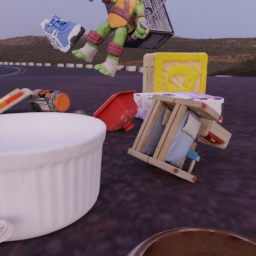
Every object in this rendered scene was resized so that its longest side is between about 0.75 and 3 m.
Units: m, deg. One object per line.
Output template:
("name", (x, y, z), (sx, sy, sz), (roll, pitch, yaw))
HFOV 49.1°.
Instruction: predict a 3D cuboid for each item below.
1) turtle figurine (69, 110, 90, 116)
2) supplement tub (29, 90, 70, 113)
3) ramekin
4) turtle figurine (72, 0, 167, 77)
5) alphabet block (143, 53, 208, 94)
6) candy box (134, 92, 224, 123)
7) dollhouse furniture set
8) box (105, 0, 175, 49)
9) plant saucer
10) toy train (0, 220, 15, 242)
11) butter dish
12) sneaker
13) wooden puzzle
("turtle figurine", (-1.587, -0.281, 9.369), (0.994, 0.668, 1.328), (-3, 8, -13))
("supplement tub", (-3.423, -1.160, 12.272), (1.616, 0.990, 0.990), (7, 15, 28))
("ramekin", (-1.583, 0.568, 4.298), (2.525, 1.231, 2.525), (0, 14, 0))
("turtle figurine", (-0.415, -2.533, 6.468), (1.761, 2.372, 2.447), (27, 15, -14))
("alphabet block", (2.251, -2.469, 14.245), (2.623, 2.637, 2.686), (-3, 13, -7))
("candy box", (1.822, -0.803, 10.763), (2.692, 0.963, 2.258), (-4, 14, -17))
("dollhouse furniture set", (1.342, 0.378, 5.841), (1.954, 1.377, 1.369), (27, -5, -36))
("box", (0.361, -3.693, 9.396), (1.753, 1.767, 1.089), (-8, -13, -36))
("plant saucer", (0.794, 1.462, 2.527), (2.023, 0.324, 2.023), (1, 14, 0))
("toy train", (-1.291, 1.468, 2.231), (1.297, 0.480, 1.726), (-6, 18, -29))
("butter dish", (-0.238, -0.384, 8.982), (1.511, 1.117, 1.507), (-41, -9, 24))
("sneaker", (-1.248, -1.743, 5.135), (0.549, 0.540, 1.426), (44, -13, -32))
("wooden puzzle", (-5.008, -1.091, 11.582), (2.208, 0.411, 2.042), (-32, 24, -17))
